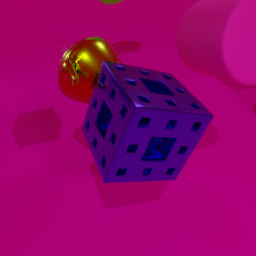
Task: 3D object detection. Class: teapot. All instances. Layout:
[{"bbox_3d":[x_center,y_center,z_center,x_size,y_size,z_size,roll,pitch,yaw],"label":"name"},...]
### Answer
[{"bbox_3d":[-0.619,-0.933,4.950,0.974,1.237,1.989,39,20,14],"label":"teapot"}]

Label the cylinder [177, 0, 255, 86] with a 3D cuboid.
[{"bbox_3d":[1.678,-1.449,4.532,1.321,1.321,1.321,-13,22,-16],"label":"cylinder"}]

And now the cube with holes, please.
[{"bbox_3d":[0.180,-0.075,3.920,1.159,1.159,1.159,4,35,-29],"label":"cube with holes"}]

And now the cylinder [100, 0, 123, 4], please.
[{"bbox_3d":[-0.478,-3.780,6.250,1.363,1.363,1.363,-27,76,-32],"label":"cylinder"}]
